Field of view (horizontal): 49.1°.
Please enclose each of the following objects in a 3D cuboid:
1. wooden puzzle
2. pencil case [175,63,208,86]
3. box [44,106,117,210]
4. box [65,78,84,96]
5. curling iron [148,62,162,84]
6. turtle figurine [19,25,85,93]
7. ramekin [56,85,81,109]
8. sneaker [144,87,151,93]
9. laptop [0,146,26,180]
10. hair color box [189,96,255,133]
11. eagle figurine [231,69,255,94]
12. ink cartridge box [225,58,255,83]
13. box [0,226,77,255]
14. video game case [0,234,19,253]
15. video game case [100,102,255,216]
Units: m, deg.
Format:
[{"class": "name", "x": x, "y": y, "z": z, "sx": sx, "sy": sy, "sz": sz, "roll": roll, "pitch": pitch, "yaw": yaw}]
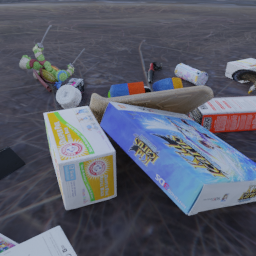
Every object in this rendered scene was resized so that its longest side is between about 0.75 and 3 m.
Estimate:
[{"class": "wooden puzzle", "x": 0.411, "y": -0.726, "z": 7.846, "sx": 2.989, "sy": 0.692, "sz": 2.769, "roll": -4, "pitch": -10, "yaw": -11}, {"class": "pencil case", "x": 2.710, "y": -2.313, "z": 12.116, "sx": 0.699, "sy": 0.641, "sz": 1.542, "roll": 26, "pitch": 9, "yaw": -39}, {"class": "box", "x": -1.156, "y": 0.561, "z": 6.498, "sx": 1.147, "sy": 1.273, "sz": 2.264, "roll": -11, "pitch": 33, "yaw": -18}, {"class": "box", "x": -2.073, "y": -1.504, "z": 10.792, "sx": 0.510, "sy": 0.588, "sz": 0.889, "roll": 5, "pitch": 30, "yaw": 9}, {"class": "curling iron", "x": 1.195, "y": -2.623, "z": 13.028, "sx": 0.598, "sy": 0.308, "sz": 2.412, "roll": 7, "pitch": 30, "yaw": 11}, {"class": "turtle figurine", "x": -3.177, "y": -2.791, "z": 11.638, "sx": 2.408, "sy": 2.484, "sz": 1.788, "roll": 11, "pitch": 16, "yaw": 36}, {"class": "ramekin", "x": -2.098, "y": -1.105, "z": 9.804, "sx": 0.843, "sy": 0.411, "sz": 0.843, "roll": -6, "pitch": 69, "yaw": 16}, {"class": "sneaker", "x": 0.330, "y": -0.801, "z": 9.619, "sx": 1.773, "sy": 0.648, "sz": 0.992, "roll": -28, "pitch": 43, "yaw": -27}, {"class": "laptop", "x": -3.340, "y": 0.936, "z": 7.081, "sx": 1.015, "sy": 0.588, "sz": 0.950, "roll": -13, "pitch": 15, "yaw": 42}, {"class": "hair color box", "x": 3.205, "y": -0.450, "z": 8.844, "sx": 2.258, "sy": 0.692, "sz": 1.146, "roll": -2, "pitch": 30, "yaw": -6}, {"class": "eagle figurine", "x": 5.021, "y": -1.891, "z": 10.976, "sx": 1.179, "sy": 1.186, "sz": 1.563, "roll": -34, "pitch": 57, "yaw": -2}, {"class": "ink cartridge box", "x": 5.415, "y": -2.620, "z": 12.656, "sx": 1.595, "sy": 0.665, "sz": 1.157, "roll": -16, "pitch": 33, "yaw": -25}, {"class": "box", "x": -1.258, "y": 2.229, "z": 4.187, "sx": 1.036, "sy": 0.677, "sz": 1.031, "roll": -19, "pitch": 35, "yaw": -29}, {"class": "video game case", "x": -2.718, "y": 2.241, "z": 4.673, "sx": 1.446, "sy": 0.171, "sz": 1.316, "roll": 14, "pitch": 32, "yaw": 25}, {"class": "video game case", "x": 1.244, "y": 0.478, "z": 6.049, "sx": 2.669, "sy": 0.669, "sz": 2.945, "roll": 5, "pitch": 27, "yaw": -40}]
